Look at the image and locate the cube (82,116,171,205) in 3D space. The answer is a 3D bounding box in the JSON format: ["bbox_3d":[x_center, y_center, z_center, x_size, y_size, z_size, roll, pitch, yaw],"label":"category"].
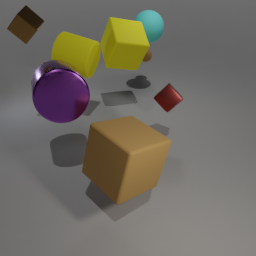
[{"bbox_3d":[-0.066,0.689,6.739,1.400,1.400,1.400,-13,36,-44],"label":"cube"}]

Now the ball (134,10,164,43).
[{"bbox_3d":[0.910,-4.529,12.563,1.400,1.400,1.400,0,31,0],"label":"ball"}]

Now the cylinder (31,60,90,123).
[{"bbox_3d":[-1.831,-1.010,7.482,1.400,1.400,1.400,-10,25,-16],"label":"cylinder"}]

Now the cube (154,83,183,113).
[{"bbox_3d":[1.378,-1.036,9.547,0.700,0.700,0.700,47,16,-3],"label":"cube"}]

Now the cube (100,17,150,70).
[{"bbox_3d":[-0.167,-3.330,11.211,1.400,1.400,1.400,-1,59,-24],"label":"cube"}]

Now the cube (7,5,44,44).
[{"bbox_3d":[-3.194,-3.231,8.775,0.700,0.700,0.700,-33,31,34],"label":"cube"}]

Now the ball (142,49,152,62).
[{"bbox_3d":[0.936,-3.908,15.046,0.700,0.700,0.700,0,31,0],"label":"ball"}]

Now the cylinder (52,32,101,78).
[{"bbox_3d":[-1.930,-2.750,10.573,1.400,1.400,1.400,19,34,7],"label":"cylinder"}]
